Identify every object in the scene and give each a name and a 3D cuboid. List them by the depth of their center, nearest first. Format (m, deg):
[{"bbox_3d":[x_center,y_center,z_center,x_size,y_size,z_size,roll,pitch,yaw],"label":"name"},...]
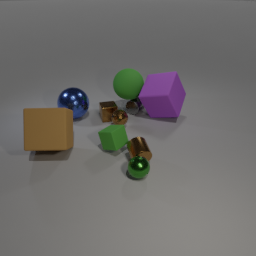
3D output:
[{"bbox_3d":[0.338,1.218,8.700,0.700,0.700,0.700,0,28,0],"label":"ball"},{"bbox_3d":[0.379,0.773,9.471,0.700,0.700,0.700,-9,46,-16],"label":"cylinder"},{"bbox_3d":[-2.724,0.039,9.788,1.400,1.400,1.400,-1,0,-2],"label":"cube"},{"bbox_3d":[-0.514,0.332,9.960,0.700,0.700,0.700,0,23,42],"label":"cube"},{"bbox_3d":[-0.344,-0.423,11.603,0.700,0.700,0.700,0,28,0],"label":"ball"},{"bbox_3d":[1.524,-1.418,12.176,1.400,1.400,1.400,0,52,33],"label":"cube"},{"bbox_3d":[-2.412,-1.094,12.376,1.400,1.400,1.400,0,28,0],"label":"ball"},{"bbox_3d":[-0.867,-0.736,12.460,0.700,0.700,0.700,-8,29,-14],"label":"cube"},{"bbox_3d":[0.023,-1.972,12.620,1.400,1.400,1.400,0,28,0],"label":"ball"},{"bbox_3d":[0.359,-1.053,13.041,0.700,0.700,0.700,16,32,28],"label":"cylinder"}]
